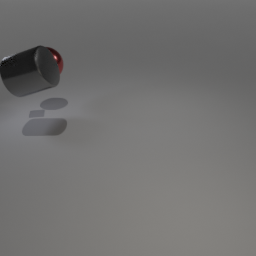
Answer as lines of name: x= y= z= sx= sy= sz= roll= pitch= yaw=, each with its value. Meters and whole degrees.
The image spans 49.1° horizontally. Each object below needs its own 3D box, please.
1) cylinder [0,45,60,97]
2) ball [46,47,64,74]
cylinder: x=-3.241 y=-1.868 z=9.366 sx=1.400 sy=1.400 sz=1.400 roll=-14 pitch=25 yaw=16
ball: x=-3.461 y=-2.731 z=11.924 sx=1.400 sy=1.400 sz=1.400 roll=0 pitch=29 yaw=0
